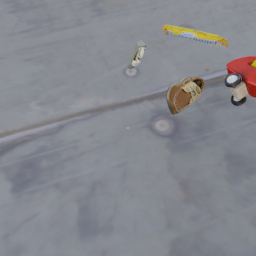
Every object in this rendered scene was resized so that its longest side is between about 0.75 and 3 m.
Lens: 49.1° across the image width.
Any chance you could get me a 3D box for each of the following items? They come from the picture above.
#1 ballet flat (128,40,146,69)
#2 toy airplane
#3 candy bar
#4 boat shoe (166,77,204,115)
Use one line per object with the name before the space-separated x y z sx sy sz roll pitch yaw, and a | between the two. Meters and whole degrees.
ballet flat | 0.204 -1.636 6.484 0.264 0.784 0.250 -12 52 -36
toy airplane | 2.932 -0.851 5.015 1.962 1.971 1.391 40 81 -1
candy bar | 1.510 -2.095 6.365 1.600 0.399 0.177 23 92 27
boat shoe | 1.123 -0.690 5.321 0.479 0.491 1.298 -14 22 35
